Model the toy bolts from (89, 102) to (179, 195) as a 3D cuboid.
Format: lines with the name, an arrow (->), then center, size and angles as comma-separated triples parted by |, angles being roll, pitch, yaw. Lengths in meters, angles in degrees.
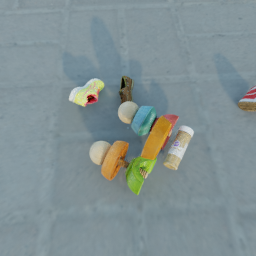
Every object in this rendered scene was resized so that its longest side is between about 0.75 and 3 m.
toy bolts -> 0.180, 0.065, 7.478 | 1.715, 2.362, 2.472 | 27, 47, 11

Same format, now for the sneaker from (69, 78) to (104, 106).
sneaker -> -1.198, -1.097, 9.163 | 0.709, 0.614, 1.570 | 32, 41, 15

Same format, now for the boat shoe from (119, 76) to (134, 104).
boat shoe -> -0.119, -1.133, 9.244 | 0.442, 0.467, 1.299 | 26, 53, -36

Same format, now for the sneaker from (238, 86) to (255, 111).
sneaker -> 4.382, -0.916, 8.776 | 1.598, 0.569, 0.899 | 15, 57, 48

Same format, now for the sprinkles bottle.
sprinkles bottle -> 1.424, 0.549, 7.859 | 0.424, 0.424, 1.241 | 23, 71, 15
